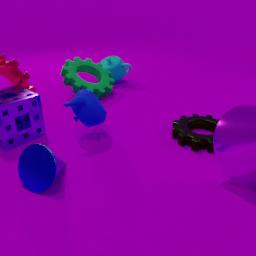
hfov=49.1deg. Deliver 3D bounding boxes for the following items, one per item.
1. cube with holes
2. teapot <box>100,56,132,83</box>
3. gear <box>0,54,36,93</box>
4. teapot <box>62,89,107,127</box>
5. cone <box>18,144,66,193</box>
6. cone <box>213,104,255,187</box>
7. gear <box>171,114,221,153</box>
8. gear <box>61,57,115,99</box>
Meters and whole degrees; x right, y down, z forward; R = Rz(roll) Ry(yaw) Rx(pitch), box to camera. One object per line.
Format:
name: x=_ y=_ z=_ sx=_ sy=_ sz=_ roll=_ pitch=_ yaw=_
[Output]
cube with holes: x=-2.673 y=-0.278 z=6.441 sx=1.016 sy=1.016 sz=1.016 roll=23 pitch=35 yaw=36
teapot: x=-0.634 y=-2.136 z=9.952 sx=1.672 sy=0.819 sz=1.040 roll=6 pitch=52 yaw=24
gear: x=-3.175 y=-1.070 z=7.253 sx=1.614 sy=1.614 sz=0.299 roll=10 pitch=35 yaw=18
teapot: x=-0.958 y=-0.413 z=6.332 sx=0.704 sy=1.439 sz=0.895 roll=-37 pitch=67 yaw=5
cone: x=-1.419 y=0.706 z=5.241 sx=0.853 sy=0.853 sz=0.856 roll=13 pitch=4 yaw=24
cone: x=2.400 y=0.180 z=4.403 sx=1.525 sy=1.525 sz=1.530 roll=-5 pitch=-9 yaw=-10
gear: x=1.750 y=0.085 z=6.567 sx=1.424 sy=0.263 sz=1.424 roll=0 pitch=28 yaw=0
gear: x=-1.258 y=-1.591 z=8.846 sx=1.650 sy=0.305 sz=1.650 roll=17 pitch=43 yaw=-16
